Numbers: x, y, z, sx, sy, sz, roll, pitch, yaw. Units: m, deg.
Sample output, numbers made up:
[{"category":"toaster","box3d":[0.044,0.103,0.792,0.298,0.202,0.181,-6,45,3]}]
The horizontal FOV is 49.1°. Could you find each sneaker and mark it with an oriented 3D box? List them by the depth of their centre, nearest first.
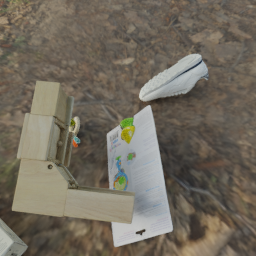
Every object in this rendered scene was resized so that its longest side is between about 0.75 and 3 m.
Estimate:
[{"category":"sneaker","box3d":[1.334,-1.265,8.146,2.108,0.848,0.805,-29,31,9]}]

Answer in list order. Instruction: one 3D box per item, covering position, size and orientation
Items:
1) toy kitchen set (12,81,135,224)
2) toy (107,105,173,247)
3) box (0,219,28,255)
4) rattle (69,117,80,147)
[{"category":"toy kitchen set","box3d":[-0.846,0.566,5.955,2.172,1.964,2.408,6,78,4]},{"category":"toy","box3d":[0.289,1.073,6.448,0.670,1.633,2.836,18,51,-40]},{"category":"box","box3d":[-3.243,2.096,5.892,2.200,0.752,0.904,34,69,22]},{"category":"rattle","box3d":[-1.573,0.062,7.461,0.524,0.574,0.804,-10,67,36]}]
